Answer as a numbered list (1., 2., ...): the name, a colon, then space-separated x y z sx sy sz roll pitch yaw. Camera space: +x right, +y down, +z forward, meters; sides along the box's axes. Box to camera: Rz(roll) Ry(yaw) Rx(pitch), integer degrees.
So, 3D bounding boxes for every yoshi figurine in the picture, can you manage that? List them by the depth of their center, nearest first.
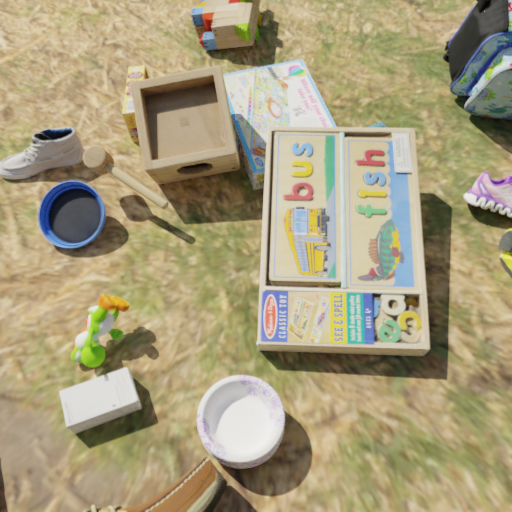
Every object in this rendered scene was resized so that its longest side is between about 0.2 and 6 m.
1. yoshi figurine: -2.334 1.198 8.427 0.649 0.646 1.155 30 95 -19

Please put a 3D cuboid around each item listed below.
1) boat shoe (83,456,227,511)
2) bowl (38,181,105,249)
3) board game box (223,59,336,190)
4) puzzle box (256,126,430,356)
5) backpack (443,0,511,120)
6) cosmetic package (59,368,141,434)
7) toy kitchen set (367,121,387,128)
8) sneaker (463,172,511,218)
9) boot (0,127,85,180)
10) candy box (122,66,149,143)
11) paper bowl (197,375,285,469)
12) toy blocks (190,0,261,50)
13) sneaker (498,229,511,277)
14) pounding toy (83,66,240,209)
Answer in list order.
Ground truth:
1. boat shoe: -1.823 3.559 6.562 3.337 1.263 1.232 -39 70 -23
2. bowl: -3.178 -0.705 9.727 1.184 0.232 1.184 -1 84 6
3. board game box: 0.461 -2.685 11.135 1.898 0.483 2.823 -13 58 -8
4. puzzle box: 1.358 -0.362 9.128 2.589 0.495 3.891 1 69 3
5. backpack: 5.329 -3.802 10.788 2.688 2.459 1.975 0 79 0
6. cosmetic package: -2.240 2.083 8.071 1.020 0.414 0.576 -19 61 -13
7. toy kitchen set: 2.408 -1.983 10.515 0.974 0.716 1.215 -29 69 -29
8. sneaker: 4.518 -1.035 9.847 1.552 0.686 0.624 21 18 12
9. boot: -4.109 -1.994 10.505 1.643 0.785 0.604 -18 59 -11
10. candy box: -2.335 -3.035 11.170 0.383 0.791 1.356 -5 58 2
11. paper bowl: -0.204 2.326 7.785 1.199 0.624 1.199 0 57 0
12. toy blocks: -0.765 -5.451 12.742 1.513 1.106 2.213 -2 55 12
13. sneaker: 5.221 0.496 8.695 1.256 1.105 2.968 -24 60 -15
14. pounding toy: -1.674 -1.883 10.152 2.629 1.203 2.310 -10 84 1
